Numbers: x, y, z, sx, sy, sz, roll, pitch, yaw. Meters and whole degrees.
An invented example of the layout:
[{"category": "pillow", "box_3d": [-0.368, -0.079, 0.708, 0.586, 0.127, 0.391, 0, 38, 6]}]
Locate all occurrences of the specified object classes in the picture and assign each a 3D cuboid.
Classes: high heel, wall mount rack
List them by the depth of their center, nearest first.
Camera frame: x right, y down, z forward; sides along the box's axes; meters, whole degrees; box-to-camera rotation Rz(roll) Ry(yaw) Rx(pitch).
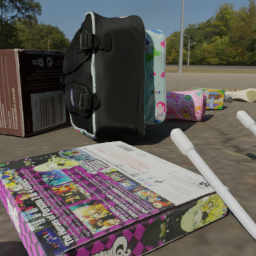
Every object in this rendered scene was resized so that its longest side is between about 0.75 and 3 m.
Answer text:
[{"category": "wall mount rack", "box_3d": [1.916, 0.563, 2.899, 2.817, 1.050, 2.448, -12, 17, -43]}, {"category": "high heel", "box_3d": [5.099, -1.582, 12.686, 1.846, 0.659, 1.316, -9, 20, 1]}]

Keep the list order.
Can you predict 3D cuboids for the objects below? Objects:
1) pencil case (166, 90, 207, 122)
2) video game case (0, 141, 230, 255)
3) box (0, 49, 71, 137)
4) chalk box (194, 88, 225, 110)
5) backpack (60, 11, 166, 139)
[{"category": "pencil case", "box_3d": [1.250, -0.759, 8.678, 2.293, 1.002, 1.002, 7, 15, 23]}, {"category": "video game case", "box_3d": [-0.356, 0.744, 3.485, 2.088, 0.412, 2.304, -9, 16, -34]}, {"category": "box", "box_3d": [-3.092, -1.045, 7.565, 2.466, 2.025, 2.046, 6, 14, 23]}, {"category": "chalk box", "box_3d": [2.848, -1.110, 10.405, 1.181, 0.732, 0.737, 3, 11, -12]}, {"category": "backpack", "box_3d": [-0.486, -1.122, 6.667, 2.249, 2.652, 2.987, -3, 4, -27]}]
